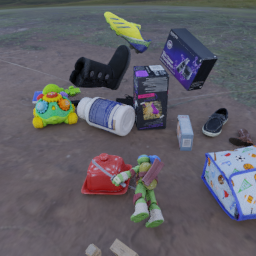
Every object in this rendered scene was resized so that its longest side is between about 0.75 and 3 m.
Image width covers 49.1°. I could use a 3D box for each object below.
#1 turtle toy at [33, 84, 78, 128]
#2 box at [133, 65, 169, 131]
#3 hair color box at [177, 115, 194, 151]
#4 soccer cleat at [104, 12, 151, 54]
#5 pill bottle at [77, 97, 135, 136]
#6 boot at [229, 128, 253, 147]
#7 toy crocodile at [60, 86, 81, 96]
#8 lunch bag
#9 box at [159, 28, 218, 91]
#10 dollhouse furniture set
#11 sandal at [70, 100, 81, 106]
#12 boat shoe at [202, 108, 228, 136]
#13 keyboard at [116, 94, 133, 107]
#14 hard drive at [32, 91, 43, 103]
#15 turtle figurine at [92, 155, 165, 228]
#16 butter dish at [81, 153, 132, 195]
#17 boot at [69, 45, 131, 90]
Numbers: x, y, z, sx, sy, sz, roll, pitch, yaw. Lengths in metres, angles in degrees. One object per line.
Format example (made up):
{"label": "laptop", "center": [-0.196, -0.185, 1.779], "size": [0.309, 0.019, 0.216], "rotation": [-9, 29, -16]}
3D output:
{"label": "turtle toy", "center": [-3.208, -1.017, 12.047], "size": [1.820, 1.262, 2.497], "rotation": [-8, 31, -14]}
{"label": "box", "center": [0.883, -1.233, 11.377], "size": [1.226, 2.311, 1.412], "rotation": [-3, 31, -6]}
{"label": "hair color box", "center": [2.134, 0.160, 10.584], "size": [0.440, 0.718, 1.450], "rotation": [2, 30, 4]}
{"label": "soccer cleat", "center": [0.012, -4.900, 13.937], "size": [2.695, 1.127, 0.871], "rotation": [41, 22, -13]}
{"label": "pill bottle", "center": [-0.923, -0.551, 11.292], "size": [2.203, 1.223, 1.223], "rotation": [18, 35, 28]}
{"label": "boot", "center": [4.272, 0.299, 10.736], "size": [0.935, 0.322, 1.004], "rotation": [16, 35, 2]}
{"label": "toy crocodile", "center": [-3.102, -1.806, 14.292], "size": [1.372, 0.424, 0.463], "rotation": [-15, 74, -26]}
{"label": "lunch bag", "center": [3.313, 1.500, 7.697], "size": [1.807, 1.316, 2.126], "rotation": [-9, 33, -7]}
{"label": "box", "center": [1.864, -2.203, 8.940], "size": [0.676, 1.209, 1.713], "rotation": [-11, 51, -31]}
{"label": "dollhouse furniture set", "center": [-0.392, 3.355, 5.585], "size": [1.602, 0.917, 1.878], "rotation": [23, 62, 32]}
{"label": "sandal", "center": [-2.167, -1.140, 13.276], "size": [1.543, 0.348, 0.580], "rotation": [-1, 21, 27]}
{"label": "boat shoe", "center": [3.596, -0.269, 11.437], "size": [0.737, 0.615, 1.975], "rotation": [21, 38, 29]}
{"label": "keyboard", "center": [0.459, -1.035, 13.146], "size": [2.124, 0.421, 1.105], "rotation": [5, 54, 6]}
{"label": "hard drive", "center": [-4.343, -1.570, 14.103], "size": [0.773, 0.149, 1.171], "rotation": [-5, 31, -9]}
{"label": "turtle figurine", "center": [0.158, 1.732, 7.574], "size": [1.926, 1.386, 1.867], "rotation": [-12, 47, 1]}
{"label": "butter dish", "center": [-0.658, 1.225, 8.374], "size": [1.395, 1.031, 1.391], "rotation": [-1, 31, 11]}
{"label": "boot", "center": [-1.050, -2.519, 11.136], "size": [0.795, 1.996, 2.421], "rotation": [28, 18, 36]}
